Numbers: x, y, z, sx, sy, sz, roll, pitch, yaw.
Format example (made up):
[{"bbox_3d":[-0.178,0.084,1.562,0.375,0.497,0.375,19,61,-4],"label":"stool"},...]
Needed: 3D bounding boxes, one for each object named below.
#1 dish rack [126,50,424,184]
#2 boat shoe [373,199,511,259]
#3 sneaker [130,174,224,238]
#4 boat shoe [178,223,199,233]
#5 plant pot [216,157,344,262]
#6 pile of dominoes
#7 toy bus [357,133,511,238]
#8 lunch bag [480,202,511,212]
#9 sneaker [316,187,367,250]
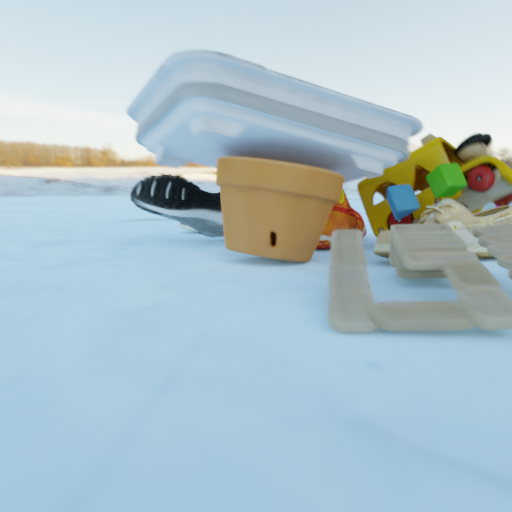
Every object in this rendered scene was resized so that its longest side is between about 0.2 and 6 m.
[{"bbox_3d":[0.141,-1.641,8.164,3.724,0.811,3.196,9,-7,-25],"label":"dish rack"},{"bbox_3d":[2.770,-0.389,8.116,2.507,0.867,0.924,-3,2,-26],"label":"boat shoe"},{"bbox_3d":[-1.138,-0.811,10.563,2.505,0.993,0.926,12,49,-9],"label":"sneaker"},{"bbox_3d":[-0.423,-0.900,12.416,2.766,0.823,0.994,2,8,18],"label":"boat shoe"},{"bbox_3d":[0.250,-0.635,8.027,1.826,1.278,1.826,9,4,-1],"label":"plant pot"},{"bbox_3d":[1.907,0.247,5.486,2.347,0.479,3.011,-1,17,9],"label":"pile of dominoes"},{"bbox_3d":[3.076,-1.278,9.257,2.789,1.441,2.631,-13,-19,-11],"label":"toy bus"},{"bbox_3d":[6.134,-1.149,14.026,2.345,0.904,1.881,3,8,22],"label":"lunch bag"},{"bbox_3d":[1.448,-0.879,10.594,1.227,1.297,3.363,-1,5,13],"label":"sneaker"}]
